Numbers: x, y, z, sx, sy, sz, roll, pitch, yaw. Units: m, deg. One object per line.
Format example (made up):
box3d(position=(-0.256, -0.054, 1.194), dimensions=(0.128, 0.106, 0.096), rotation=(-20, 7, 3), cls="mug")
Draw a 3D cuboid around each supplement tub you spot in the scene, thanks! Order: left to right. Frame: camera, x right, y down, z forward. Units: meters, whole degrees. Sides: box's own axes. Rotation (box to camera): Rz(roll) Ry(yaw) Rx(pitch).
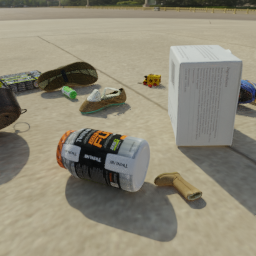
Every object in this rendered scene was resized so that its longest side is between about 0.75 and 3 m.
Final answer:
box3d(position=(-0.533, 0.630, 6.031), dimensions=(1.833, 1.123, 1.123), rotation=(10, 28, 19), cls="supplement tub")

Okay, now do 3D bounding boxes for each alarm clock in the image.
box3d(position=(-3.739, -0.394, 7.908), dimensions=(1.699, 0.838, 2.519), rotation=(-29, -4, 18), cls="alarm clock")

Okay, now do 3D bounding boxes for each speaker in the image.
box3d(position=(-2.334, -1.417, 11.132), dimensions=(0.352, 0.352, 0.796), rotation=(-18, 31, -32), cls="speaker")

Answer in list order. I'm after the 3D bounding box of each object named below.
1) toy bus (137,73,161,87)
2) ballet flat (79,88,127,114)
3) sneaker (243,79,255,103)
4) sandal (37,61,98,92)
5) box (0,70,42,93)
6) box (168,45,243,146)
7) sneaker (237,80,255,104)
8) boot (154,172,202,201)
box3d(position=(1.023, -2.203, 12.566), dimensions=(0.958, 0.495, 0.904), rotation=(-13, 29, -25), cls="toy bus")
box3d(position=(-0.874, -1.076, 9.997), dimensions=(1.947, 0.704, 0.660), rotation=(-16, 35, -29), cls="ballet flat")
box3d(position=(4.943, -1.232, 10.499), dimensions=(0.852, 0.728, 1.933), rotation=(-1, 33, -23), cls="sneaker")
box3d(position=(-2.636, -2.212, 12.226), dimensions=(2.729, 1.096, 0.737), rotation=(-19, 10, -25), cls="sandal")
box3d(position=(-4.616, -2.067, 12.371), dimensions=(1.915, 0.424, 1.534), rotation=(-20, 33, -34), cls="box")
box3d(position=(2.031, -1.018, 8.013), dimensions=(1.531, 2.342, 2.330), rotation=(-1, 26, 3), cls="box")
box3d(position=(3.369, -1.236, 10.298), dimensions=(2.549, 0.960, 1.000), rotation=(9, 33, 38), cls="sneaker")
box3d(position=(1.024, 1.217, 5.811), dimensions=(0.695, 0.262, 0.794), rotation=(-12, 29, -24), cls="boot")
